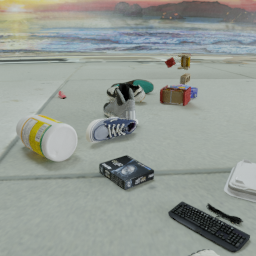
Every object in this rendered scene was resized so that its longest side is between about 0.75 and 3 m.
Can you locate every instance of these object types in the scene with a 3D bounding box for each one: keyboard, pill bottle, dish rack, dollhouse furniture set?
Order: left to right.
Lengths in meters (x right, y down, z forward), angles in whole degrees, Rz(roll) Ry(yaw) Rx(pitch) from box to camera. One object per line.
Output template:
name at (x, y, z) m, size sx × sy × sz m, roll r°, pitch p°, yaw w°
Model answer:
pill bottle at (-2.504, 0.214, 8.340) m, size 1.966 × 1.109 × 1.109 m, roll 17°, pitch 25°, yaw 41°
dollhouse furniture set at (2.425, -2.452, 13.981) m, size 1.370 × 2.546 × 1.036 m, roll 11°, pitch 26°, yaw 26°
keyboard at (1.589, 1.746, 5.334) m, size 0.927 × 0.150 × 1.458 m, roll -17°, pitch 26°, yaw -41°
dish rack at (3.112, 1.212, 6.594) m, size 1.406 × 0.357 × 1.638 m, roll 11°, pitch 23°, yaw 27°

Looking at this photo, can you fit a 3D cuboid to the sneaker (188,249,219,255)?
sneaker at (0.577, 2.148, 3.170) m, size 2.239 × 0.868 × 0.892 m, roll -13°, pitch 31°, yaw -33°

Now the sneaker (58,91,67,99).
sneaker at (-3.674, -1.855, 15.530) m, size 0.310 × 0.365 × 0.841 m, roll -13°, pitch 23°, yaw -33°

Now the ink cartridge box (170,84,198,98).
ink cartridge box at (3.182, -2.029, 15.746) m, size 1.043 × 0.584 × 1.529 m, roll -9°, pitch 22°, yaw -23°

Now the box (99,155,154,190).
box at (-0.053, 1.090, 7.080) m, size 0.919 × 0.250 × 1.147 m, roll -13°, pitch 23°, yaw -34°

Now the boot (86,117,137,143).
boot at (-0.507, 0.014, 9.441) m, size 0.918 × 0.739 × 2.032 m, roll 4°, pitch 18°, yaw 28°

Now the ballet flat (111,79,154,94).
ballet flat at (0.215, -2.428, 16.526) m, size 2.557 × 0.870 × 0.875 m, roll -3°, pitch 11°, yaw -9°

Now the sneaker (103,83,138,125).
sneaker at (-0.297, -1.117, 11.516) m, size 1.009 × 1.553 × 2.689 m, roll -9°, pitch 21°, yaw -24°

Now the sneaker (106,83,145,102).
sneaker at (-0.189, -1.995, 14.570) m, size 2.204 × 0.966 × 0.834 m, roll 6°, pitch 62°, yaw 23°
